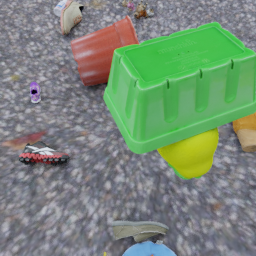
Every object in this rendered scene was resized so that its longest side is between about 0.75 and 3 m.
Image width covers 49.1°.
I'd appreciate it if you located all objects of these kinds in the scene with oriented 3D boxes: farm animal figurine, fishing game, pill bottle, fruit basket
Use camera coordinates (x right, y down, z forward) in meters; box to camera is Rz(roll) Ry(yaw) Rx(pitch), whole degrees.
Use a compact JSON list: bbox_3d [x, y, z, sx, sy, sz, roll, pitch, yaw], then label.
[{"bbox_3d":[0.377,-5.043,11.972,1.194,0.622,1.181,45,48,10],"label":"farm animal figurine"},{"bbox_3d":[0.545,3.477,6.451,2.390,0.371,1.711,6,59,4],"label":"fishing game"},{"bbox_3d":[-2.865,-5.240,12.203,0.435,0.435,0.775,19,58,12],"label":"pill bottle"},{"bbox_3d":[0.978,-0.315,5.216,2.673,2.673,1.928,-19,50,-12],"label":"fruit basket"}]

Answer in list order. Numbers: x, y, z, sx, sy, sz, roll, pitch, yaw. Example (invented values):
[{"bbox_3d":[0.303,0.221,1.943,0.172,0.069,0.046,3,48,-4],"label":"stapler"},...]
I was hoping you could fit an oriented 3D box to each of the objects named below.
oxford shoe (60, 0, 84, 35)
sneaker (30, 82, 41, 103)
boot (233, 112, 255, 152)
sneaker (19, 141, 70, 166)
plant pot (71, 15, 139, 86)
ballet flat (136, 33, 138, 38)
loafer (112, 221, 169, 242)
[{"bbox_3d":[-2.309,-4.606,11.618,0.761,0.730,2.063,6,57,0],"label":"oxford shoe"},{"bbox_3d":[-3.201,-1.293,9.600,0.355,0.391,0.884,-14,56,-7],"label":"sneaker"},{"bbox_3d":[4.451,-0.133,8.552,2.384,0.839,1.706,-1,57,5],"label":"boot"},{"bbox_3d":[-2.403,0.718,8.175,1.462,0.517,0.714,2,58,3],"label":"sneaker"},{"bbox_3d":[-0.717,-2.431,9.500,2.060,2.119,2.119,-17,58,-1],"label":"plant pot"},{"bbox_3d":[-0.123,-3.344,11.003,1.215,0.420,0.432,-17,76,-6],"label":"ballet flat"},{"bbox_3d":[0.301,2.594,6.993,1.424,0.536,0.496,0,68,5],"label":"loafer"}]
